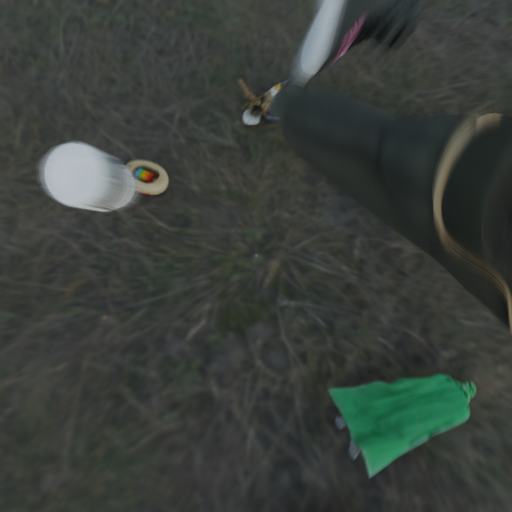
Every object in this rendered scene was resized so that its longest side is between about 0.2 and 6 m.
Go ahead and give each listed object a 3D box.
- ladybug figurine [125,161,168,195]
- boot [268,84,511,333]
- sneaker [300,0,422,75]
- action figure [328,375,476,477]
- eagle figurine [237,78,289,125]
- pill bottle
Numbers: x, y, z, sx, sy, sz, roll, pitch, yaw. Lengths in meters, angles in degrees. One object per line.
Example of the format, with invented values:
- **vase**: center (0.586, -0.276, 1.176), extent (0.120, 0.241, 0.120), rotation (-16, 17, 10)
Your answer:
- **ladybug figurine**: center (-1.773, -1.230, 8.977), extent (0.821, 0.295, 0.557), rotation (28, 63, 16)
- **boot**: center (1.782, -0.424, 5.206), extent (1.293, 3.338, 2.309), rotation (-53, 46, -4)
- **sneaker**: center (1.562, -3.275, 7.831), extent (1.377, 0.981, 2.776), rotation (28, 56, -6)
- **action figure**: center (1.946, 1.926, 6.950), extent (1.878, 0.514, 1.109), rotation (-13, 58, -16)
- **eagle figurine**: center (0.280, -2.726, 9.769), extent (1.053, 0.794, 0.799), rotation (-13, 100, -41)
- **pill bottle**: center (-1.522, -0.709, 5.296), extent (0.558, 0.986, 0.558), rotation (0, 91, 5)
